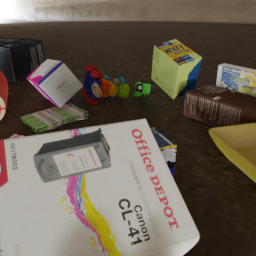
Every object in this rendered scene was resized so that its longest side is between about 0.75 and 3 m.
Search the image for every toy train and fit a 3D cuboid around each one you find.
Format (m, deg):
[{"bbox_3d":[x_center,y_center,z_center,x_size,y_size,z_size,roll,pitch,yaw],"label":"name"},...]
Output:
[{"bbox_3d":[0.498,-1.318,9.734,0.553,0.409,1.961,5,4,0],"label":"toy train"},{"bbox_3d":[-0.632,-1.328,9.796,1.548,1.133,2.676,5,22,-22],"label":"toy train"}]

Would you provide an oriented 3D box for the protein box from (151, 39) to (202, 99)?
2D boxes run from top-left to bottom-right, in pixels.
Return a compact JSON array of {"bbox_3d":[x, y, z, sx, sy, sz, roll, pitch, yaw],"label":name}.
[{"bbox_3d":[1.670,-2.113,10.006,0.983,1.446,1.457,-22,49,-21],"label":"protein box"}]

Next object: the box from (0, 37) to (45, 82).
[{"bbox_3d":[-5.763,-3.315,13.281,2.585,1.544,2.629,7,26,15],"label":"box"}]

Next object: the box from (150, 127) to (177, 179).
[{"bbox_3d":[-0.466,0.757,5.418,2.731,0.878,0.957,-10,27,-22],"label":"box"}]

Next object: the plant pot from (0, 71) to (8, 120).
[{"bbox_3d":[-4.326,-0.903,8.258,1.699,1.699,1.503,-12,38,-24],"label":"plant pot"}]

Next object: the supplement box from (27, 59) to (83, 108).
[{"bbox_3d":[-2.499,-1.549,9.375,1.060,1.082,2.094,-45,31,-9],"label":"supplement box"}]

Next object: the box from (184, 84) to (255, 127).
[{"bbox_3d":[2.939,-0.547,8.232,1.182,0.884,2.360,-21,34,-37],"label":"box"}]

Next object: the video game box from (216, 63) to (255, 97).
[{"bbox_3d":[3.480,-1.134,8.746,0.378,1.473,1.616,-22,32,-30],"label":"video game box"}]

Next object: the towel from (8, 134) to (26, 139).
[{"bbox_3d":[-2.389,0.557,6.557,1.834,0.274,1.342,8,26,18],"label":"towel"}]

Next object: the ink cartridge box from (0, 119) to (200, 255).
[{"bbox_3d":[-0.726,1.052,3.686,2.613,1.119,1.928,-11,57,-18],"label":"ink cartridge box"}]

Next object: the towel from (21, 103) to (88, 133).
[{"bbox_3d":[-2.226,-0.318,8.539,1.691,0.260,1.262,-21,30,-33],"label":"towel"}]

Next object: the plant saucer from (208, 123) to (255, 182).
[{"bbox_3d":[3.471,0.689,5.833,2.703,0.655,2.704,-6,26,-14],"label":"plant saucer"}]
